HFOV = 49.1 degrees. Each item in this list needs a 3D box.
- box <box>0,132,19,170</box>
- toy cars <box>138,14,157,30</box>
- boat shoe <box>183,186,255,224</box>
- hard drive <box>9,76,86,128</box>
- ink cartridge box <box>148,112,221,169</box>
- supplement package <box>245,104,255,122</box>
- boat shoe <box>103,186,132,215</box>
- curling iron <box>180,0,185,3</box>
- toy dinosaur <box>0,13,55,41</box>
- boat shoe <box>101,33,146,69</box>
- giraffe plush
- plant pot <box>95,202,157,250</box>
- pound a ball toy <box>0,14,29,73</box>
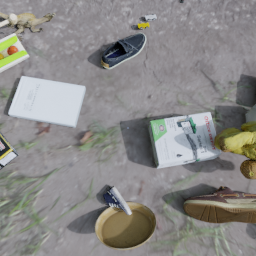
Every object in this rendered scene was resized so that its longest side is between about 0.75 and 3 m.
[{"bbox_3d":[-5.454,0.682,9.767,2.103,0.650,2.634,-41,66,-14],"label":"box"},{"bbox_3d":[0.816,-4.578,12.141,0.479,0.237,1.069,36,70,5],"label":"toy cars"},{"bbox_3d":[3.227,2.472,9.269,2.770,0.999,0.997,-1,39,9],"label":"boat shoe"},{"bbox_3d":[-3.067,-1.031,10.759,2.549,0.335,1.681,10,70,4],"label":"hard drive"},{"bbox_3d":[1.957,0.427,9.886,2.194,0.925,1.603,-10,73,-4],"label":"ink cartridge box"},{"bbox_3d":[4.951,0.110,9.975,1.021,1.025,1.747,2,70,1],"label":"supplement package"},{"bbox_3d":[-0.375,2.537,9.370,0.533,0.429,1.149,-36,55,-6],"label":"boat shoe"},{"bbox_3d":[2.403,-6.042,12.733,0.223,0.115,0.901,-7,70,-2],"label":"curling iron"},{"bbox_3d":[-4.617,-4.528,11.959,2.926,0.852,1.480,5,54,-6],"label":"toy dinosaur"},{"bbox_3d":[-0.144,-3.231,11.392,2.247,0.699,0.838,-37,72,-14],"label":"boat shoe"},{"bbox_3d":[4.032,0.812,8.741,2.237,1.930,1.814,-17,95,36],"label":"giraffe plush"},{"bbox_3d":[-0.060,3.066,8.751,1.929,0.265,1.929,-6,25,3],"label":"plant pot"},{"bbox_3d":[-5.123,-3.114,10.997,2.540,1.079,1.656,-33,108,-11],"label":"pound a ball toy"}]
